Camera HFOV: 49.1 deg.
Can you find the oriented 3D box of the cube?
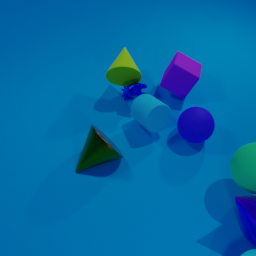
[{"bbox_3d":[1.741,-1.741,9.216,0.950,0.950,0.950,28,42,-5],"label":"cube"}]

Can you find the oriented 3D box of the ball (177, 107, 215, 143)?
[{"bbox_3d":[1.974,-0.089,8.169,1.069,1.069,1.069,0,51,0],"label":"ball"}]

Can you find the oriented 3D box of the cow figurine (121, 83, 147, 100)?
[{"bbox_3d":[0.122,-1.201,9.112,1.000,1.016,0.558,-1,92,24],"label":"cow figurine"}]

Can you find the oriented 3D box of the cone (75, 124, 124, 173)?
[{"bbox_3d":[-1.010,0.790,7.754,1.277,1.272,1.272,-44,60,1],"label":"cone"}]

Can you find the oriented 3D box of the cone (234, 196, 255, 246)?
[{"bbox_3d":[2.644,1.752,6.044,1.199,1.195,1.195,37,48,-24],"label":"cone"}]

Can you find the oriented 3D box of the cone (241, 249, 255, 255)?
[{"bbox_3d":[2.858,3.105,4.973,1.464,1.469,1.464,5,80,-27],"label":"cone"}]

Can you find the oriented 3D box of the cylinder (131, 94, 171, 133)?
[{"bbox_3d":[0.667,-0.450,8.299,0.892,0.892,0.892,-24,36,-18],"label":"cylinder"}]

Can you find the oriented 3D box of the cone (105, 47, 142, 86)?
[{"bbox_3d":[-0.120,-2.145,9.061,1.153,1.153,1.157,1,68,1],"label":"cone"}]

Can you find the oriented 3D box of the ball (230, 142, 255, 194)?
[{"bbox_3d":[3.082,0.956,6.659,1.227,1.227,1.227,0,51,0],"label":"ball"}]
